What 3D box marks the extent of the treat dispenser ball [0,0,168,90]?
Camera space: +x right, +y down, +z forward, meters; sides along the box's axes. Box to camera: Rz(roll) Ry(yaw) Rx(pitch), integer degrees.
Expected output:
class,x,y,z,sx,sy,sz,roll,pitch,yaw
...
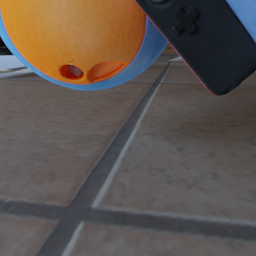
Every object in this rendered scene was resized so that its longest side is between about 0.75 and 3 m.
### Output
class,x,y,z,sx,sy,sz,roll,pitch,yaw
treat dispenser ball,-0.656,-2.118,4.539,3.006,3.006,3.006,0,18,0

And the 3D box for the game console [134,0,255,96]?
class,x,y,z,sx,sy,sz,roll,pitch,yaw
game console,1.293,-1.907,2.848,2.567,2.270,0.398,-40,13,16
